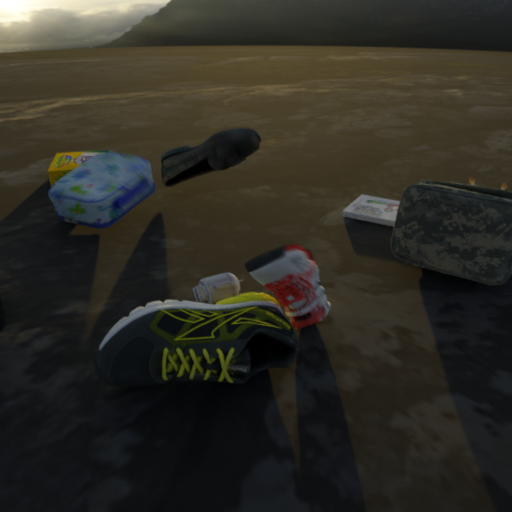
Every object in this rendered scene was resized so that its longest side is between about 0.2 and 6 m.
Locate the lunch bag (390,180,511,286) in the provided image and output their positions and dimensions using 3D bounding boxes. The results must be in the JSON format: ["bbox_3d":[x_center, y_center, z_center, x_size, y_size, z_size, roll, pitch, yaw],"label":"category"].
[{"bbox_3d":[3.604,-0.512,9.847,2.151,1.499,1.804,15,15,28],"label":"lunch bag"}]

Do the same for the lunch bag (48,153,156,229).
[{"bbox_3d":[-3.225,-1.404,11.930,1.610,0.826,2.003,12,41,24],"label":"lunch bag"}]

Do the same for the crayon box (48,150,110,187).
[{"bbox_3d":[-4.526,-2.286,14.510,1.405,0.475,1.628,-5,26,-9],"label":"crayon box"}]

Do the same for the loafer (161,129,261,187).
[{"bbox_3d":[-1.087,-2.212,13.164,2.647,0.951,0.832,-11,61,26],"label":"loafer"}]

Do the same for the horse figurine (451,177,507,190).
[{"bbox_3d":[4.347,-0.890,11.025,2.085,1.382,0.520,8,49,-1],"label":"horse figurine"}]

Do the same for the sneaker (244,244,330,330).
[{"bbox_3d":[0.524,0.459,7.660,0.668,1.073,2.002,-21,-8,17],"label":"sneaker"}]

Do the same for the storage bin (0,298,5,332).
[{"bbox_3d":[-4.965,0.324,7.158,2.893,1.956,1.356,-15,39,-27],"label":"storage bin"}]

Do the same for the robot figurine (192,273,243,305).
[{"bbox_3d":[-0.588,0.520,8.763,0.784,0.443,0.665,-14,-4,-27],"label":"robot figurine"}]

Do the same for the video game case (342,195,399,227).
[{"bbox_3d":[2.714,-0.993,12.211,1.324,0.157,1.205,15,29,26],"label":"video game case"}]

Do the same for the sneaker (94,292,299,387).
[{"bbox_3d":[-0.636,1.107,6.947,2.627,0.978,1.112,-13,29,-25],"label":"sneaker"}]
